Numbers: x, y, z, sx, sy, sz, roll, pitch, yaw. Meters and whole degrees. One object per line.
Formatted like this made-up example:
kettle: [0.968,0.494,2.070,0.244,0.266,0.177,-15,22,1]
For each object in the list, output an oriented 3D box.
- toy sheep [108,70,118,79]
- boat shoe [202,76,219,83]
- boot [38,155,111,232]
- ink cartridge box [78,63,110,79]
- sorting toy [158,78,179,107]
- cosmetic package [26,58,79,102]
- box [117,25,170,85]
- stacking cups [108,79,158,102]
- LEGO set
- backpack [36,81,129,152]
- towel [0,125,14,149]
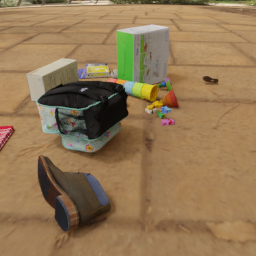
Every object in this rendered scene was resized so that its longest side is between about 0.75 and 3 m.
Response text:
toy sheep: [-0.643,-2.890,15.080,0.845,0.583,0.583,-11,31,-1]
boat shoe: [4.234,-2.508,14.537,0.866,0.320,0.320,16,13,-5]
boot: [-1.505,1.525,7.312,1.225,0.944,2.528,-6,36,-34]
ink cartridge box: [-1.972,-3.288,15.948,1.723,0.405,1.703,-3,30,-8]
sorting toy: [1.695,-1.593,12.891,0.840,0.846,2.439,-21,29,12]
cosmetic package: [-3.447,-2.276,13.233,0.932,1.380,2.623,12,31,22]
box: [0.786,-3.575,14.060,2.427,2.750,1.330,-24,37,-34]
stacking cups: [0.172,-1.925,13.216,2.576,0.779,0.779,21,36,32]
LEGO set: [1.133,-0.653,11.178,0.649,0.603,1.582,-16,33,-26]
backpack: [-1.581,-0.509,9.397,2.720,2.085,2.391,14,35,25]
towel: [-4.865,0.404,9.755,1.261,0.196,1.743,-1,30,0]
